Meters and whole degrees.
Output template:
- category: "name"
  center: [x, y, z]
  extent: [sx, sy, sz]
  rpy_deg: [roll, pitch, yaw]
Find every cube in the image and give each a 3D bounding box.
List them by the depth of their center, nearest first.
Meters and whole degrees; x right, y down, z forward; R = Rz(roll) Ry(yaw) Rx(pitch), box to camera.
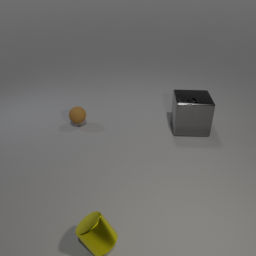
- category: "cube"
  center: [2.503, -0.611, 11.087]
  extent: [1.400, 1.400, 1.400]
  rpy_deg: [2, 30, 2]

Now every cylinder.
- category: "cylinder"
  center: [-0.701, 2.369, 6.297]
  extent: [0.700, 0.700, 0.700]
  rpy_deg: [-32, 15, 10]

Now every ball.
- category: "ball"
  center: [-2.052, -0.528, 11.405]
  extent: [0.700, 0.700, 0.700]
  rpy_deg: [0, 30, 0]
